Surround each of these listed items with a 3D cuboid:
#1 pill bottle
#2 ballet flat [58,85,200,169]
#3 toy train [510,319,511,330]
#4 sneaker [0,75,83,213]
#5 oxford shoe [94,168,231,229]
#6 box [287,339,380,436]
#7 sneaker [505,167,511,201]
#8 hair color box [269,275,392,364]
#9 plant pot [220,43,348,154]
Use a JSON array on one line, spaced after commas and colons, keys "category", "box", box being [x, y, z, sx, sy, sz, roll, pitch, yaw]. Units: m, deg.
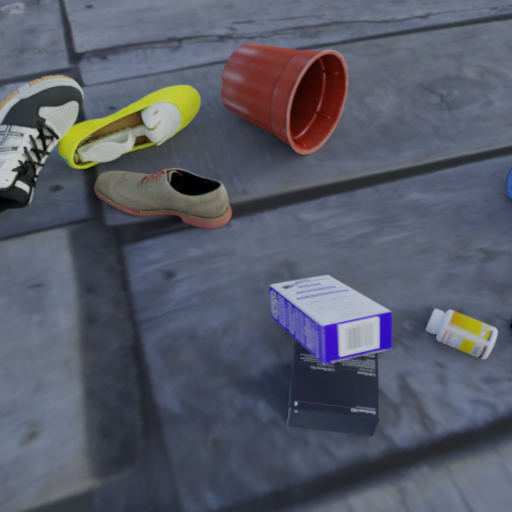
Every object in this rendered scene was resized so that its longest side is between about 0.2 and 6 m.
[{"category": "pill bottle", "box": [2.863, 1.067, 7.849, 0.872, 0.476, 0.476, 23, 55, 17]}, {"category": "ballet flat", "box": [-2.190, -2.239, 10.121, 2.783, 0.930, 0.933, -23, 39, -10]}, {"category": "toy train", "box": [4.142, 1.510, 7.629, 0.404, 0.301, 1.765, -4, 49, -30]}, {"category": "sneaker", "box": [-3.907, -1.510, 9.216, 3.221, 1.218, 1.412, -43, 67, 0]}, {"category": "oxford shoe", "box": [-1.583, -1.178, 9.332, 2.420, 0.905, 0.852, 10, 53, 8]}, {"category": "box", "box": [0.999, 1.693, 7.286, 1.123, 0.585, 1.023, 6, 51, 5]}, {"category": "sneaker", "box": [4.794, -1.580, 9.038, 0.708, 1.914, 0.787, 36, 33, 2]}, {"category": "hair color box", "box": [0.921, 0.781, 7.402, 0.949, 0.563, 1.737, -9, 17, -17]}, {"category": "plant pot", "box": [0.438, -3.054, 10.371, 1.801, 1.852, 1.852, 28, 57, 30]}]
